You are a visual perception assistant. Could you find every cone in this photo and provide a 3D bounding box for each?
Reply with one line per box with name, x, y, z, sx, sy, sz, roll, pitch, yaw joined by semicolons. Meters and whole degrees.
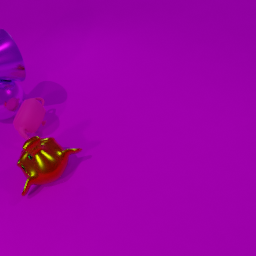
cone;-3.589;-1.596;7.034;1.424;1.418;1.418;-32;53;-33

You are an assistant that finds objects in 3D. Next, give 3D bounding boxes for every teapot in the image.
teapot;-2.587;-0.238;7.514;0.762;0.967;1.556;28;49;-25

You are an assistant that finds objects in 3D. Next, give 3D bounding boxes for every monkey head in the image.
monkey head;-1.916;0.725;6.362;1.719;1.237;1.036;-39;83;-19

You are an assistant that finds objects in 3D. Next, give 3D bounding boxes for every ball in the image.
ball;-3.584;-0.865;7.974;1.263;1.263;1.263;0;46;0
